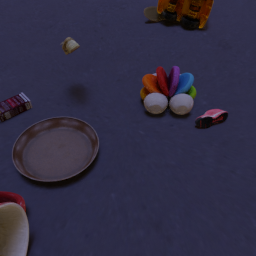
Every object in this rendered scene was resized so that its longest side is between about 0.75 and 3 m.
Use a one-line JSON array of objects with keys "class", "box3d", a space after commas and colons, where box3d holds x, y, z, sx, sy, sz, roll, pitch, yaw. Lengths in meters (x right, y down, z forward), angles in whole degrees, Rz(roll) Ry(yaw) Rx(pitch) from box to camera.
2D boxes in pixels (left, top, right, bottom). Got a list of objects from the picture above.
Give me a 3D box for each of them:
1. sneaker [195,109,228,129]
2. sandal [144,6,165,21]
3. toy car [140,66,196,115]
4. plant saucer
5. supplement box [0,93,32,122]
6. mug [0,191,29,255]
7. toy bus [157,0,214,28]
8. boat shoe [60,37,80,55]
[{"class": "sneaker", "box3d": [2.187, -0.280, 7.560, 0.990, 0.365, 0.429, -14, 33, -18]}, {"class": "sandal", "box3d": [1.321, -4.872, 12.039, 1.614, 0.592, 0.531, -10, 14, -20]}, {"class": "toy car", "box3d": [1.136, -1.169, 7.781, 1.577, 1.182, 1.380, 2, 45, 2]}, {"class": "plant saucer", "box3d": [-1.697, 0.510, 6.732, 2.017, 0.324, 2.017, 0, 46, 0]}, {"class": "supplement box", "box3d": [-3.237, -0.590, 7.837, 0.933, 0.284, 0.508, -31, 54, -28]}, {"class": "mug", "box3d": [-3.142, 1.939, 4.757, 2.542, 2.256, 1.696, 5, 82, 10]}, {"class": "toy bus", "box3d": [2.481, -5.270, 11.644, 2.105, 1.428, 2.021, 21, 39, 8]}, {"class": "boat shoe", "box3d": [-1.531, -2.187, 7.354, 0.418, 0.357, 1.140, -40, 22, -9]}]
